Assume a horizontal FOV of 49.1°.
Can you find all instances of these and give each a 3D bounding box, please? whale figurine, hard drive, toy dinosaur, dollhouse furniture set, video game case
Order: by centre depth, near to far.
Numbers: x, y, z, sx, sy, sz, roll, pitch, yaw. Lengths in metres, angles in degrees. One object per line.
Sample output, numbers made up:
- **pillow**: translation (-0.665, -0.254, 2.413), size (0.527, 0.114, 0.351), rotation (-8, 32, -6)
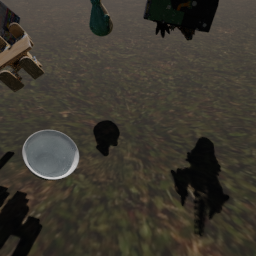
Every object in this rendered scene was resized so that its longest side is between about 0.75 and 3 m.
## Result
- **hard drive**: translation (1.014, -2.364, 5.189), size (1.316, 0.919, 0.249), rotation (7, 31, -9)
- **dollhouse furniture set**: translation (-3.129, -1.659, 6.611), size (1.722, 1.121, 1.582), rotation (-32, 54, 4)
- **toy dinosaur**: translation (1.387, -3.537, 8.144), size (1.248, 2.444, 1.659), rotation (-25, 39, 42)
- **video game case**: translation (-3.627, -3.071, 8.226), size (0.124, 0.982, 1.077), rotation (-3, 74, 23)
- **whale figurine**: translation (-1.017, -3.698, 9.346), size (0.679, 1.309, 1.042), rotation (-36, 43, -23)

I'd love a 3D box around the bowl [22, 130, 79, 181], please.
- **bowl**: translation (-1.262, 0.493, 4.487), size (0.876, 0.394, 0.876), rotation (16, 52, -22)
